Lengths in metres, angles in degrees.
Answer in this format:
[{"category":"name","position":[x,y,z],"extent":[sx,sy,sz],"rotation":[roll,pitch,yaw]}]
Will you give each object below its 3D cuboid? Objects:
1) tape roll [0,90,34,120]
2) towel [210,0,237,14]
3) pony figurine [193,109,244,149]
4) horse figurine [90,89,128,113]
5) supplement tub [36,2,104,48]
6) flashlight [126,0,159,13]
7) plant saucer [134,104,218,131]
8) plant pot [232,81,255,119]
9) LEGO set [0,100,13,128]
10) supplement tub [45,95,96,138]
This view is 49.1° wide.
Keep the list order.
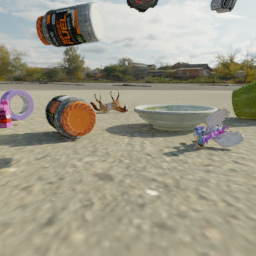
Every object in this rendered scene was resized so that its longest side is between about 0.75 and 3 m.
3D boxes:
[{"category":"tape roll","position":[-4.240,-0.891,10.713],"extent":[0.490,1.152,1.152],"rotation":[7,12,43]},{"category":"towel","position":[2.288,-3.150,6.423],"extent":[0.404,0.943,0.781],"rotation":[19,16,-8]},{"category":"pony figurine","position":[1.939,0.088,6.365],"extent":[1.044,0.900,1.081],"rotation":[-31,5,17]},{"category":"horse figurine","position":[-0.931,-1.145,13.190],"extent":[1.733,1.149,0.433],"rotation":[-13,23,2]},{"category":"supplement tub","position":[-1.504,-2.650,7.319],"extent":[1.595,0.977,0.977],"rotation":[-4,8,16]},{"category":"flashlight","position":[0.191,-2.299,4.546],"extent":[0.694,0.691,2.041],"rotation":[-22,16,4]},{"category":"plant saucer","position":[1.488,-0.346,8.946],"extent":[2.616,0.657,2.616],"rotation":[0,9,0]},{"category":"plant pot","position":[5.034,-1.063,10.775],"extent":[1.748,1.816,1.816],"rotation":[-8,2,38]},{"category":"LEGO set","position":[-4.290,-0.422,7.904],"extent":[1.069,1.150,2.802],"rotation":[-2,9,-5]},{"category":"supplement tub","position":[-1.558,-0.332,7.590],"extent":[1.079,1.079,1.760],"rotation":[-5,11,-26]}]
